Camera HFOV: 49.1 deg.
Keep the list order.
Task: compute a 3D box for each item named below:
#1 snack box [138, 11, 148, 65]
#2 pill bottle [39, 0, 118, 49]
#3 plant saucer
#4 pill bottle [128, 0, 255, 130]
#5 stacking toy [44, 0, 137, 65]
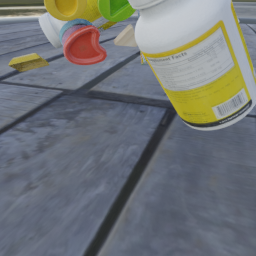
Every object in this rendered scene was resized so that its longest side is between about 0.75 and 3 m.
[{"bbox_3d":[0.743,-3.360,9.286,0.609,2.300,1.636,-5,7,-4],"label":"snack box"},{"bbox_3d":[-1.462,-3.963,9.581,2.953,1.654,1.654,-26,26,9],"label":"pill bottle"},{"bbox_3d":[-3.482,-2.335,9.877,1.130,0.274,1.130,-14,0,1],"label":"plant saucer"},{"bbox_3d":[1.016,-1.291,4.415,1.463,2.613,1.463,-24,36,19],"label":"pill bottle"},{"bbox_3d":[-0.953,-3.141,7.718,2.351,2.598,1.097,-15,56,-7],"label":"stacking toy"}]
